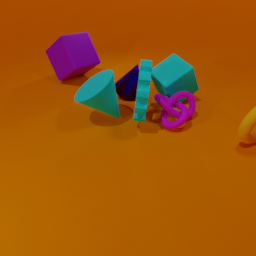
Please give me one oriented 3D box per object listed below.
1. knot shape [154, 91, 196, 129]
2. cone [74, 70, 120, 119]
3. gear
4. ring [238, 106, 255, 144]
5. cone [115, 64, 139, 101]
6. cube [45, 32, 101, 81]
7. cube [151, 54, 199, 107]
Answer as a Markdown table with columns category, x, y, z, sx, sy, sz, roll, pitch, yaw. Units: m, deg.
| category | x | y | z | sx | sy | sz | roll | pitch | yaw |
| --- | --- | --- | --- | --- | --- | --- | --- | --- | --- |
| knot shape | 1.550 | -0.649 | 8.753 | 1.305 | 0.644 | 1.395 | -16 | 61 | -18 |
| cone | -0.646 | -0.781 | 8.587 | 1.410 | 1.415 | 1.410 | -27 | 32 | 19 |
| gear | 0.427 | -1.077 | 8.244 | 0.329 | 1.781 | 1.781 | 7 | 34 | 1 |
| ring | 3.656 | -0.191 | 7.562 | 1.573 | 1.573 | 0.315 | -16 | 48 | -22 |
| cone | 0.189 | -1.803 | 9.992 | 1.173 | 1.177 | 1.173 | 9 | 48 | -11 |
| cube | -2.182 | -2.828 | 11.135 | 1.338 | 1.338 | 1.338 | -20 | 6 | 46 |
| cube | 1.586 | -1.640 | 9.669 | 1.115 | 1.115 | 1.115 | -36 | 49 | -2 |
